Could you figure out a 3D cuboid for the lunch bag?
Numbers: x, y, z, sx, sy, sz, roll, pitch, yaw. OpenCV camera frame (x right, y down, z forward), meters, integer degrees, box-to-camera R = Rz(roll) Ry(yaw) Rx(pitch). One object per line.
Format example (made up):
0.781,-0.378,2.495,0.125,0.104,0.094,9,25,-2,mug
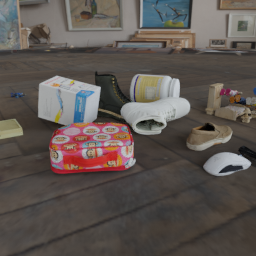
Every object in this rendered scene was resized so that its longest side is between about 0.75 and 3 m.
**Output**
-0.874,0.497,6.945,2.055,0.842,1.811,-2,20,-6,lunch bag

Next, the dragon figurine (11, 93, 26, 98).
-5.318,-1.583,13.559,0.832,0.245,0.414,11,23,30,dragon figurine

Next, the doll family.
4.823,-1.115,11.342,1.324,0.961,2.133,2,3,-45,doll family

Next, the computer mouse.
2.654,0.771,6.877,1.746,0.383,0.958,-9,23,-24,computer mouse

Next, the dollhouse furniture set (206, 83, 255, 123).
4.131,-0.961,10.694,2.338,1.035,1.212,19,27,41,dollhouse furniture set

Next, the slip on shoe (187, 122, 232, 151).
2.477,0.116,8.366,1.957,0.593,0.744,-15,25,-35,slip on shoe

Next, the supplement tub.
1.146,-1.551,11.842,1.858,1.351,1.351,8,21,21,supplement tub

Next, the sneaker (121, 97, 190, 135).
1.162,-0.337,9.407,2.524,0.930,1.459,-9,29,-15,sneaker

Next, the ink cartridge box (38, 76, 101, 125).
-2.008,-0.897,9.594,1.712,1.238,1.261,16,26,10,ink cartridge box

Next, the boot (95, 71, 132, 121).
-0.253,-1.188,10.408,2.379,1.646,0.922,7,20,15,boot

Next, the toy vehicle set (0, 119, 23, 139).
-4.395,0.106,8.913,1.793,0.238,1.114,-11,23,-29,toy vehicle set
